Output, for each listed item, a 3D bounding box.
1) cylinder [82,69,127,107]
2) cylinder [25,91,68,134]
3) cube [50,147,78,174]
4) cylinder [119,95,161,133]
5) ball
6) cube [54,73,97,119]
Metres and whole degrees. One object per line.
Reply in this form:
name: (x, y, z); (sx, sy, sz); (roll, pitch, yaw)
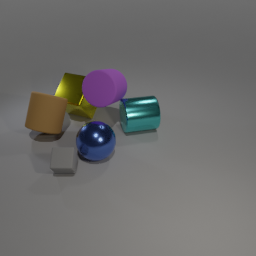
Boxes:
cylinder: (-0.888, -1.603, 11.053); (1.400, 1.400, 1.400); (9, 16, 15)
cylinder: (-3.189, -0.601, 10.964); (1.400, 1.400, 1.400); (13, 4, -1)
cube: (-2.076, 1.069, 9.125); (0.700, 0.700, 0.700); (0, 67, 1)
cylinder: (0.461, -0.571, 11.506); (1.400, 1.400, 1.400); (-7, 31, -12)
ball: (-1.120, 0.446, 9.807); (1.400, 1.400, 1.400); (0, 31, 0)
cube: (-2.180, -1.419, 12.420); (1.400, 1.400, 1.400); (14, 73, 22)
